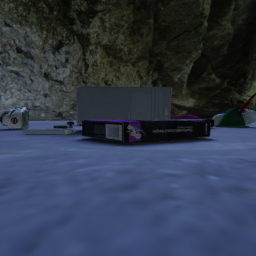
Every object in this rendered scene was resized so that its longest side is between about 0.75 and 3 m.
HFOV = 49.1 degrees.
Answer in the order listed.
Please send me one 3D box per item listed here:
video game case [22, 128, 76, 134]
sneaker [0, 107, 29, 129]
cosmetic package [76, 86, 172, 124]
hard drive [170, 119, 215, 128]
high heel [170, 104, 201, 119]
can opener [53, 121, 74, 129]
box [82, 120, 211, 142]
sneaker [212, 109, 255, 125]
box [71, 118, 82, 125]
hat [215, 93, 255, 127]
[{"bbox_3d":[-1.833,0.079,6.633,0.979,0.108,0.893,1,2,5],"label":"video game case"},{"bbox_3d":[-3.985,-0.372,9.833,0.950,0.795,2.146,2,1,-20],"label":"sneaker"},{"bbox_3d":[-0.165,-0.692,8.767,2.790,1.258,1.490,3,4,-6],"label":"cosmetic package"},{"bbox_3d":[2.112,-0.168,10.717,2.030,0.334,1.417,1,2,32],"label":"hard drive"},{"bbox_3d":[2.274,-0.775,13.120,0.964,1.374,2.858,-2,3,-36],"label":"high heel"},{"bbox_3d":[-2.118,-0.071,9.283,0.215,0.272,0.818,2,7,32],"label":"can opener"},{"bbox_3d":[0.330,0.015,5.040,1.917,0.346,1.371,-3,4,-34],"label":"box"},{"bbox_3d":[4.938,-0.478,12.824,1.955,0.751,1.088,-10,4,30],"label":"sneaker"},{"bbox_3d":[-1.811,-0.353,15.223,2.477,0.401,1.500,1,1,-16],"label":"box"},{"bbox_3d":[4.484,-0.785,11.934,1.393,1.481,1.682,3,3,43],"label":"hat"}]
